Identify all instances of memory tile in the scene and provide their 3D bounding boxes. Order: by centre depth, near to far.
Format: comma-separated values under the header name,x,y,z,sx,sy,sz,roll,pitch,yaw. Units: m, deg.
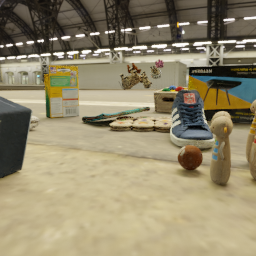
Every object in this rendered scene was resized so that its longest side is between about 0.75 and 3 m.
name,x,y,z,sx,sy,sz,roll,pitch,yaw
memory tile,0.874,-0.164,9.227,2.796,0.235,2.143,1,10,6

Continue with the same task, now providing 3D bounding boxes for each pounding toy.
name,x,y,z,sx,sy,sz,roll,pitch,yaw
pounding toy,2.821,-1.571,13.915,2.158,1.124,2.456,5,19,34

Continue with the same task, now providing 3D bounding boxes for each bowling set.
name,x,y,z,sx,sy,sz,roll,pitch,yaw
bowling set,1.551,0.168,4.320,1.549,1.195,2.225,3,10,13

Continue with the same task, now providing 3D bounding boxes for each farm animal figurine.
name,x,y,z,sx,sy,sz,roll,pitch,yaw
farm animal figurine,0.350,-1.122,6.230,0.930,0.468,0.751,4,46,33

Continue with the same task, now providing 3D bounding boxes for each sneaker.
name,x,y,z,sx,sy,sz,roll,pitch,yaw
sneaker,1.554,-0.356,7.125,0.993,1.120,2.650,2,19,0

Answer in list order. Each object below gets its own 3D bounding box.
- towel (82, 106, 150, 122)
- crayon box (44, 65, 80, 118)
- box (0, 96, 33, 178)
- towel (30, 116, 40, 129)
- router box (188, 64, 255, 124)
name,x,y,z,sx,sy,sz,roll,pitch,yaw
towel,-0.440,-0.510,10.173,2.102,0.228,1.541,-13,5,-37
crayon box,-2.731,-1.511,11.621,1.315,2.092,0.539,-7,12,-37
box,-2.716,0.090,3.866,1.557,1.123,2.098,22,18,22
towel,-4.186,-0.057,7.899,1.925,0.501,2.905,7,11,30
router box,3.615,-1.297,10.481,2.747,2.049,0.701,7,11,38
